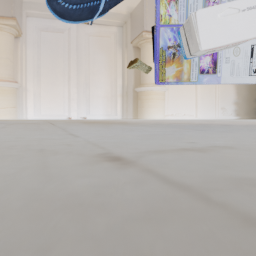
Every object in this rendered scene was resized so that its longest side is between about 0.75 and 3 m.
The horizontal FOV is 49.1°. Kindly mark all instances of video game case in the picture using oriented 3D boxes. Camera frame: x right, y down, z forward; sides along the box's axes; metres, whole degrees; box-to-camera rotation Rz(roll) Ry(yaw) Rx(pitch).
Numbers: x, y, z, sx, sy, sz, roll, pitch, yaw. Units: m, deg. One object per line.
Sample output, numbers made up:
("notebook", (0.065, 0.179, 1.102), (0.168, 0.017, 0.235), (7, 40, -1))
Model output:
("video game case", (1.959, -2.503, 6.642), (2.648, 2.922, 0.664), (-1, 14, 0))

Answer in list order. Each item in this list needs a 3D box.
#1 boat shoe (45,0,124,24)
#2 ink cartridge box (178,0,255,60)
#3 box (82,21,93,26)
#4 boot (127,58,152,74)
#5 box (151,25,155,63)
("boat shoe", (-0.203, -2.287, 3.916), (2.267, 0.954, 0.778), (-47, 10, -27))
("ink cartridge box", (1.460, -1.579, 4.614), (1.021, 0.590, 1.399), (-13, 8, 4))
("box", (-1.859, -4.382, 11.147), (0.876, 0.263, 0.511), (-7, 46, -47))
("boot", (0.488, -2.611, 12.094), (0.862, 0.404, 1.109), (24, -13, -22))
("box", (2.424, -2.829, 9.424), (2.367, 1.414, 2.407), (-13, -17, 40))
